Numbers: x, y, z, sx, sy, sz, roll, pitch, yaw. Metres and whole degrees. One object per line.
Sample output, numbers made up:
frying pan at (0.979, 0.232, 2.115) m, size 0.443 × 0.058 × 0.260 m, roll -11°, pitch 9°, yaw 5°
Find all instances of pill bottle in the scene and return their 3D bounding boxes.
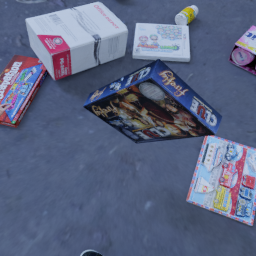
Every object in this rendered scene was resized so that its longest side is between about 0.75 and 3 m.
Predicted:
pill bottle at (2.349, -4.451, 11.090) m, size 0.546 × 0.546 × 0.968 m, roll 36°, pitch 61°, yaw 21°

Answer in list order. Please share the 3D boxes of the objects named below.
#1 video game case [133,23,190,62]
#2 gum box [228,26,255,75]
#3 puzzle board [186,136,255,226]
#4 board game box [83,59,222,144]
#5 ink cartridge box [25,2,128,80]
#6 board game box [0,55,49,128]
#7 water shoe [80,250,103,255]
video game case at (1.250, -3.226, 10.447) m, size 2.041 × 0.242 × 1.857 m, roll 4°, pitch 56°, yaw 3°
gum box at (4.887, -2.383, 9.541) m, size 2.374 × 0.785 × 1.348 m, roll 35°, pitch 62°, yaw 21°
puzzle board at (2.652, 1.253, 7.482) m, size 1.661 × 0.192 × 2.204 m, roll 19°, pitch 58°, yaw 12°
board game box at (0.322, -0.316, 5.208) m, size 1.549 × 2.286 × 0.396 m, roll 35°, pitch 66°, yaw -24°
ink cartridge box at (-1.706, -3.075, 9.640) m, size 2.817 × 1.174 × 2.046 m, roll -25°, pitch 60°, yaw -24°
board game box at (-3.677, -1.306, 9.153) m, size 1.415 × 0.267 × 2.749 m, roll 11°, pitch 57°, yaw 9°
water shoe at (-0.501, 3.119, 6.012) m, size 1.371 × 0.541 × 0.490 m, roll 36°, pitch 63°, yaw 22°
